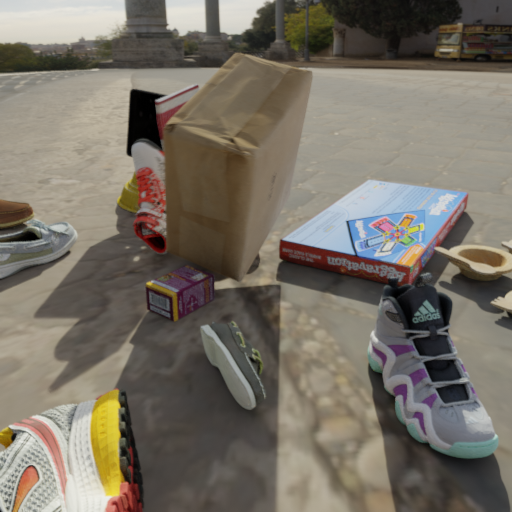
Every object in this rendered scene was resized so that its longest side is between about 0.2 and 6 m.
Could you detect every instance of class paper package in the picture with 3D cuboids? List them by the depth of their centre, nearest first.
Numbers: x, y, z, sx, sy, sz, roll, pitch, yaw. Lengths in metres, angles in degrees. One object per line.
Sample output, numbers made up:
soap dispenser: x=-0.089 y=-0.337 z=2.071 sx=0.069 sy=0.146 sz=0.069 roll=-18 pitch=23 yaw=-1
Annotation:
paper package: x=-0.275 y=-1.381 z=8.706 sx=1.367 sy=2.643 sz=2.519 roll=21 pitch=49 yaw=11

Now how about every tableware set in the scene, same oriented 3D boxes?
tableware set: x=4.748 y=0.248 z=9.006 sx=3.374 sy=0.391 sz=2.818 roll=-11 pitch=26 yaw=-25

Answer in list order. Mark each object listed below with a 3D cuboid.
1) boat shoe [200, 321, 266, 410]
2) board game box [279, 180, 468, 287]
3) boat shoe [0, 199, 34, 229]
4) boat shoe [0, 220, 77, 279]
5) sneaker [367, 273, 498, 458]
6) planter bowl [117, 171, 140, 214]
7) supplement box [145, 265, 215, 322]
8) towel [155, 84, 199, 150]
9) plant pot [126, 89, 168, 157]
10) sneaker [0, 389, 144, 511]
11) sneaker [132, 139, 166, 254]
boat shoe: x=-0.208 y=1.202 z=6.543 sx=0.484 sy=0.579 sz=1.620 roll=-14 pitch=23 yaw=-18
board game box: x=2.525 y=-0.649 z=11.029 sx=2.333 sy=0.441 sz=4.532 roll=12 pitch=26 yaw=28
boat shoe: x=-5.685 y=-0.971 z=11.388 sx=2.210 sy=0.746 sz=0.796 roll=0 pitch=23 yaw=0
boat shoe: x=-4.042 y=-0.217 z=9.685 sx=0.809 sy=0.704 sz=2.194 roll=15 pitch=28 yaw=32
sneaker: x=1.819 y=0.936 z=5.950 sx=0.848 sy=1.526 sz=2.182 roll=-7 pitch=24 yaw=-15
planter bowl: x=-1.979 y=-1.818 z=13.000 sx=2.529 sy=1.053 sz=2.529 roll=0 pitch=23 yaw=0
supplement box: x=-1.110 y=0.533 z=8.253 sx=0.578 sy=0.456 sz=0.883 roll=17 pitch=29 yaw=35
towel: x=-1.423 y=-2.224 z=11.072 sx=0.229 sy=2.016 sz=1.452 roll=8 pitch=32 yaw=25
plant pot: x=-1.877 y=-2.853 z=12.334 sx=1.440 sy=1.443 sz=1.280 roll=14 pitch=21 yaw=12
sneaker: x=-1.475 y=2.130 z=3.873 sx=1.296 sy=1.228 sz=3.155 roll=-10 pitch=16 yaw=-9
sneaker: x=-1.821 y=-1.003 z=9.851 sx=0.661 sy=1.980 sz=1.061 roll=-10 pitch=24 yaw=35
